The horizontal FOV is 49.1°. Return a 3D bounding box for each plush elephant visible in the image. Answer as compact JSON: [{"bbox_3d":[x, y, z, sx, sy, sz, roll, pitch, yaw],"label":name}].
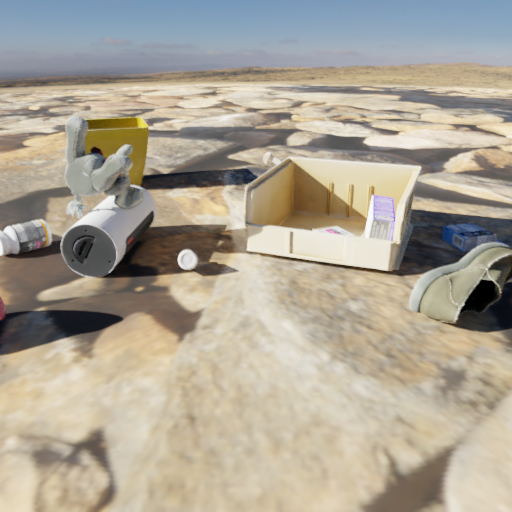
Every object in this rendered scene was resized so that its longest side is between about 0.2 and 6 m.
[{"bbox_3d":[-2.997,-1.690,11.270,1.554,1.886,1.461,34,29,12],"label":"plush elephant"}]

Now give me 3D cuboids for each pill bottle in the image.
[{"bbox_3d":[-1.336,0.067,10.941,0.375,0.375,0.644,-3,4,-7],"label":"pill bottle"},{"bbox_3d":[-4.970,-0.379,11.913,1.049,0.610,0.610,-20,30,-39],"label":"pill bottle"}]

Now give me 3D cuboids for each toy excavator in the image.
[{"bbox_3d":[0.760,-2.390,16.118,1.101,1.132,0.566,5,22,12],"label":"toy excavator"}]

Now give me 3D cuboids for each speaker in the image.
[{"bbox_3d":[-2.996,-0.592,11.732,1.135,1.135,2.794,2,22,6],"label":"speaker"}]

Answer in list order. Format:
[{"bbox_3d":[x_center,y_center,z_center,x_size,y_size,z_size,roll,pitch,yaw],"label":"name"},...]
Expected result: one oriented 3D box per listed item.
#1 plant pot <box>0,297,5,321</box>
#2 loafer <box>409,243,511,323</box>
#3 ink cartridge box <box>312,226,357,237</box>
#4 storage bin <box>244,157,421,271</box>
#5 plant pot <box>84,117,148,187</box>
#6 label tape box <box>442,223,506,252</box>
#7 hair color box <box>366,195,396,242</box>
[{"bbox_3d":[-4.610,0.837,8.417,1.180,1.180,1.056,12,40,27],"label":"plant pot"},{"bbox_3d":[3.708,0.551,9.432,2.632,0.990,0.917,-20,42,-31],"label":"loafer"},{"bbox_3d":[1.636,-0.352,11.682,0.645,0.294,0.783,-8,24,-29],"label":"ink cartridge box"},{"bbox_3d":[1.734,-1.016,12.282,3.209,1.504,3.186,8,24,19],"label":"storage bin"},{"bbox_3d":[-4.318,-3.058,16.812,2.089,1.843,2.089,-6,24,-15],"label":"plant pot"},{"bbox_3d":[4.832,-0.434,12.355,1.139,0.376,0.816,-8,23,-14],"label":"label tape box"},{"bbox_3d":[2.611,-0.613,11.814,0.523,0.881,1.613,10,25,9],"label":"hair color box"}]
